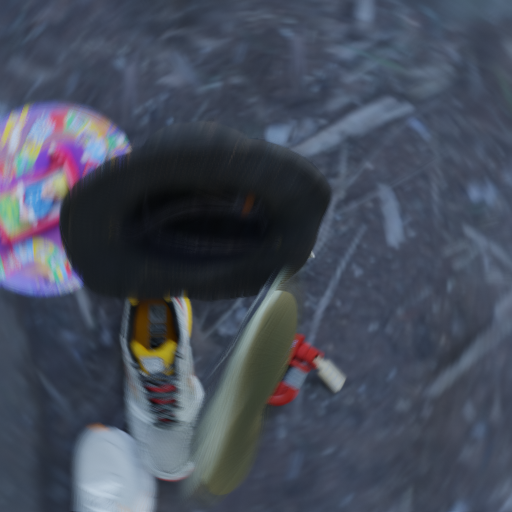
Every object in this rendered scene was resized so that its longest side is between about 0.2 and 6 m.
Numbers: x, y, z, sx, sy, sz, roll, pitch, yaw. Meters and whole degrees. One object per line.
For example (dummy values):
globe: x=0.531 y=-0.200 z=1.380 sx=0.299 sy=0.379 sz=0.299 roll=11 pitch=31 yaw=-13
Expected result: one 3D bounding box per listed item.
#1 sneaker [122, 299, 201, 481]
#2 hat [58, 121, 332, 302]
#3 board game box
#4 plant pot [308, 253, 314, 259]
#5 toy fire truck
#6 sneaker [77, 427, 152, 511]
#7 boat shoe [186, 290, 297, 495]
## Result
sneaker: x=-1.579 y=1.856 z=8.738 sx=1.266 sy=1.336 sz=3.252 roll=-9 pitch=84 yaw=-1
hat: x=-0.781 y=-0.677 z=6.827 sx=3.392 sy=3.392 sz=1.368 roll=-10 pitch=60 yaw=-1
board game box: x=-3.643 y=-1.062 z=9.444 sx=2.607 sy=0.643 sz=3.300 roll=19 pitch=83 yaw=2
plant pot: x=0.507 y=-0.108 z=9.351 sx=0.658 sy=0.719 sz=0.719 roll=-32 pitch=84 yaw=7
toy fire truck: x=0.683 y=1.944 z=9.075 sx=1.360 sy=0.875 sz=1.197 roll=27 pitch=83 yaw=13
sneaker: x=-2.193 y=4.185 z=8.413 sx=1.169 sy=1.420 sz=3.088 roll=-9 pitch=83 yaw=-2
boat shoe: x=-0.257 y=1.459 z=6.404 sx=0.783 sy=0.852 sz=2.384 roll=19 pitch=92 yaw=41
